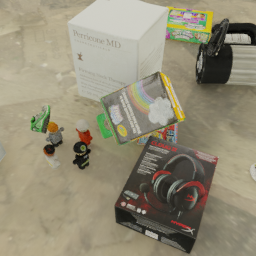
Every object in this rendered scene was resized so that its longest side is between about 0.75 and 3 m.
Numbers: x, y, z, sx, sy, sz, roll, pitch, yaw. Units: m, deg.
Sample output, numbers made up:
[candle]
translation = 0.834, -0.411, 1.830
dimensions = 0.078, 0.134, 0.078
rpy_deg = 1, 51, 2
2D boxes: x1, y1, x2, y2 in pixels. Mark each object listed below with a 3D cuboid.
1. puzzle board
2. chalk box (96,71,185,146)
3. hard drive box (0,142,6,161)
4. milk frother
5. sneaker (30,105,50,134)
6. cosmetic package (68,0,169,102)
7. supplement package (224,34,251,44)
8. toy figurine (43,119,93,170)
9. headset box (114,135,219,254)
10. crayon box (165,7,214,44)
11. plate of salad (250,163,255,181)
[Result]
[puzzle board]
translation = 1.020, -0.050, 9.323
dimensions = 1.247, 0.144, 1.655
rpy_deg = 6, 47, 5
[chalk box]
translation = 0.237, -0.440, 8.197
dimensions = 2.385, 1.477, 1.484
rpy_deg = -22, 87, 19
[hard drive box]
translation = -4.677, 1.034, 7.926
dimensions = 1.441, 0.710, 1.849
rpy_deg = 14, 49, 12
[milk frother]
translation = 3.861, -2.547, 9.818
dimensions = 2.481, 2.380, 2.638
rpy_deg = 2, 20, 3
[sneaker]
translation = -2.265, -0.283, 7.263
dimensions = 0.455, 0.416, 1.067
rpy_deg = 9, 33, -12
[cosmetic package]
translation = -0.262, -2.569, 9.734
dimensions = 2.444, 2.921, 2.429
rpy_deg = 20, 51, 18
[supplement package]
translation = 4.671, -3.309, 11.571
dimensions = 2.168, 1.233, 1.187
rpy_deg = 7, 49, 6
[toy figurine]
translation = -1.776, 0.458, 8.269
dimensions = 1.411, 0.997, 1.433
rpy_deg = 0, 48, 0
[headset box]
translation = 1.087, 1.485, 7.311
dimensions = 1.982, 1.000, 2.667
rpy_deg = 18, 50, 16
[crayon box]
translation = 2.794, -4.970, 13.476
dimensions = 2.378, 0.693, 2.052
rpy_deg = 11, 50, 11
[plate of salad]
translation = 3.938, 1.294, 8.045
dimensions = 0.817, 0.196, 0.817
rpy_deg = -1, 47, 1
